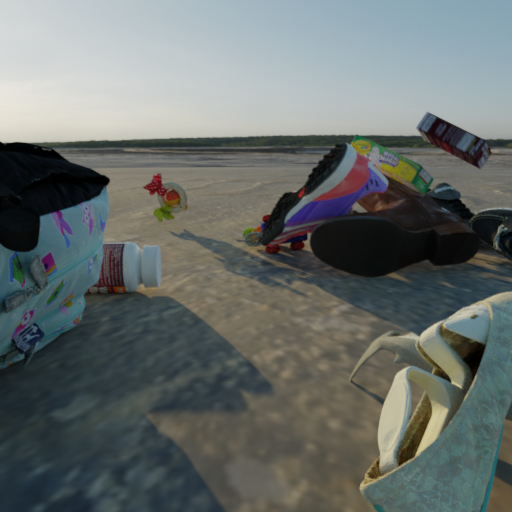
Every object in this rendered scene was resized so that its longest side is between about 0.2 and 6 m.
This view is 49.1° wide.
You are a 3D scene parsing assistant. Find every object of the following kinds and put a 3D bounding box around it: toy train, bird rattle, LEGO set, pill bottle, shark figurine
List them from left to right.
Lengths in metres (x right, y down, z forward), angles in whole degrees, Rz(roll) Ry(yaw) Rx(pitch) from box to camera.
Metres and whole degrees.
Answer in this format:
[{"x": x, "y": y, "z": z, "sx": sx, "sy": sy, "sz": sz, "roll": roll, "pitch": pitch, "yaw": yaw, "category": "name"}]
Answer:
[{"x": -2.077, "y": 0.168, "z": 8.078, "sx": 1.345, "sy": 0.737, "sz": 0.737, "roll": -1, "pitch": 11, "yaw": -3, "category": "pill bottle"}, {"x": -2.260, "y": -1.533, "z": 14.466, "sx": 1.020, "sy": 1.251, "sz": 0.705, "roll": -5, "pitch": 13, "yaw": 20, "category": "bird rattle"}, {"x": 0.067, "y": -0.421, "z": 11.231, "sx": 1.783, "sy": 0.755, "sz": 1.031, "roll": -8, "pitch": 4, "yaw": -35, "category": "toy train"}, {"x": 2.560, "y": -0.337, "z": 11.017, "sx": 3.339, "sy": 0.946, "sz": 2.168, "roll": 25, "pitch": 27, "yaw": 36, "category": "LEGO set"}, {"x": 1.480, "y": 1.017, "z": 4.303, "sx": 1.834, "sy": 0.765, "sz": 1.096, "roll": 17, "pitch": -15, "yaw": 33, "category": "shark figurine"}]

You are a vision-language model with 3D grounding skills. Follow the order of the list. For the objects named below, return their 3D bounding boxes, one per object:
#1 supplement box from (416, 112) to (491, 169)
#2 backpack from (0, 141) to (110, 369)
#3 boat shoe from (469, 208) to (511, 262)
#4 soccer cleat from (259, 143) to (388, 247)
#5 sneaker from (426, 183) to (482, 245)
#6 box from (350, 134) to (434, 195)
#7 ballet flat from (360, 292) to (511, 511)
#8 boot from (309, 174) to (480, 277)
[{"x": 2.928, "y": -1.712, "z": 8.300, "sx": 1.016, "sy": 0.309, "sz": 0.553, "roll": 39, "pitch": 10, "yaw": 30, "category": "supplement box"}, {"x": -3.005, "y": -0.117, "z": 5.499, "sx": 2.990, "sy": 2.268, "sz": 3.583, "roll": 20, "pitch": 14, "yaw": 6, "category": "backpack"}, {"x": 4.562, "y": -0.279, "z": 9.672, "sx": 0.674, "sy": 0.845, "sz": 2.235, "roll": -13, "pitch": 23, "yaw": -32, "category": "boat shoe"}, {"x": 1.008, "y": -0.764, "z": 9.435, "sx": 1.015, "sy": 0.946, "sz": 2.774, "roll": 30, "pitch": -39, "yaw": -14, "category": "soccer cleat"}, {"x": 4.217, "y": -0.959, "z": 12.338, "sx": 0.921, "sy": 1.254, "sz": 2.772, "roll": -4, "pitch": 12, "yaw": -16, "category": "sneaker"}, {"x": 2.288, "y": -1.649, "z": 9.891, "sx": 1.554, "sy": 0.376, "sz": 0.912, "roll": 33, "pitch": 9, "yaw": 31, "category": "box"}, {"x": 1.229, "y": 0.757, "z": 3.428, "sx": 0.651, "sy": 0.704, "sz": 2.087, "roll": 39, "pitch": 47, "yaw": 2, "category": "ballet flat"}, {"x": 1.991, "y": -0.878, "z": 10.157, "sx": 2.982, "sy": 1.028, "sz": 3.200, "roll": 4, "pitch": 30, "yaw": -15, "category": "boot"}]
